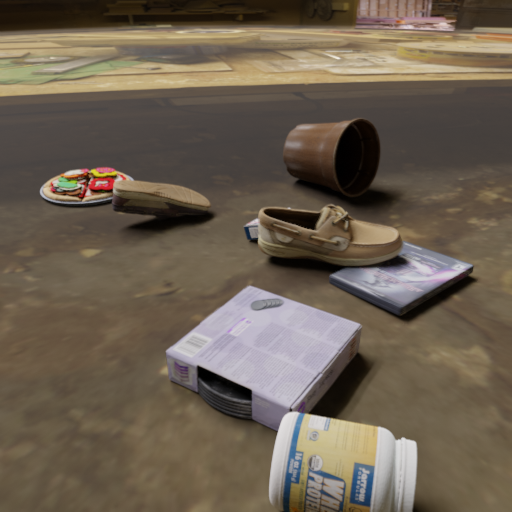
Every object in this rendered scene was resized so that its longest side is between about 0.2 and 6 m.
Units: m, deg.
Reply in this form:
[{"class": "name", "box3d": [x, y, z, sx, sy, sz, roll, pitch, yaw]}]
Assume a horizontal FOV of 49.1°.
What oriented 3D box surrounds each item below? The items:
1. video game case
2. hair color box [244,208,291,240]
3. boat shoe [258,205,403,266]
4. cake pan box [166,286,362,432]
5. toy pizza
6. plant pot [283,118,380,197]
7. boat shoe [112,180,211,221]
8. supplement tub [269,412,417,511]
[{"class": "video game case", "box3d": [2.381, 0.300, 9.154, 1.973, 0.187, 1.410, -21, 31, -35]}, {"class": "hair color box", "box3d": [0.254, -0.611, 10.622, 0.487, 0.295, 0.975, -3, 20, 38]}, {"class": "boat shoe", "box3d": [1.241, -0.396, 9.433, 2.461, 0.794, 0.877, 2, 34, 6]}, {"class": "cake pan box", "box3d": [0.122, 1.222, 7.109, 1.819, 0.516, 1.975, 15, 31, 29]}, {"class": "toy pizza", "box3d": [-3.835, -1.657, 12.746, 2.077, 0.329, 2.077, 0, 28, 0]}, {"class": "plant pot", "box3d": [1.630, -2.294, 12.730, 1.690, 1.707, 1.707, 17, 31, 42]}, {"class": "boat shoe", "box3d": [-1.913, -1.046, 11.259, 1.998, 0.647, 0.719, 6, 31, -29]}, {"class": "supplement tub", "box3d": [0.806, 2.002, 5.215, 1.242, 0.899, 0.899, 7, 29, 12]}]
